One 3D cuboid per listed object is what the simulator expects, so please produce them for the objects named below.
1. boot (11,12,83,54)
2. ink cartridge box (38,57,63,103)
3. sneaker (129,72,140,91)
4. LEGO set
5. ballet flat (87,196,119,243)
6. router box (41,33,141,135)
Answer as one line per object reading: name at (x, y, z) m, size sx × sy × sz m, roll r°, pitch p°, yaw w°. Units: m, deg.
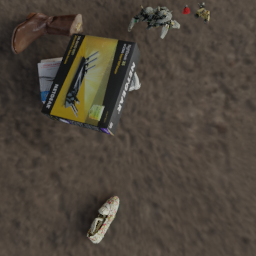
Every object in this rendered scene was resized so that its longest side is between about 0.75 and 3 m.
boot at (-2.419, -2.897, 8.575) m, size 1.896 × 0.609 × 1.767 m, roll 11°, pitch 65°, yaw 14°
ink cartridge box at (-2.221, -1.514, 8.511) m, size 0.871 × 0.502 × 1.504 m, roll -9°, pitch 80°, yaw -4°
sneaker at (-0.374, -1.822, 8.573) m, size 0.985 × 0.640 × 1.706 m, roll -24°, pitch 77°, yaw -4°
LEGO set at (1.203, -3.500, 8.544) m, size 2.500 × 0.709 × 1.624 m, roll -21°, pitch 48°, yaw -3°
ballet flat at (-0.673, 2.451, 7.587) m, size 0.513 × 0.434 × 1.357 m, roll 10°, pitch 69°, yaw 48°
router box at (-0.969, -1.248, 7.672) m, size 1.975 × 0.656 × 2.513 m, roll 13°, pitch 76°, yaw 17°
